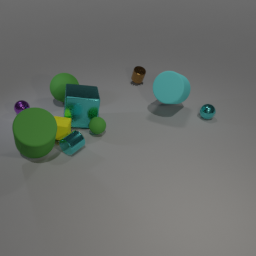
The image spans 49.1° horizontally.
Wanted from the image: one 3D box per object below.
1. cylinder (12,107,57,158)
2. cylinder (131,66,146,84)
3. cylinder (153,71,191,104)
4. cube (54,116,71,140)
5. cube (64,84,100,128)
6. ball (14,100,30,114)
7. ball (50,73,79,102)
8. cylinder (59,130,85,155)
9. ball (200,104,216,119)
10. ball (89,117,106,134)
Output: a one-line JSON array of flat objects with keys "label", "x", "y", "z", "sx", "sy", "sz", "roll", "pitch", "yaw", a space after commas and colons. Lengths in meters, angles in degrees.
[{"label": "cylinder", "x": -3.224, "y": 0.198, "z": 9.743, "sx": 1.400, "sy": 1.400, "sz": 1.400, "roll": 7, "pitch": 66, "yaw": -15}, {"label": "cylinder", "x": 0.591, "y": -2.981, "z": 15.703, "sx": 0.700, "sy": 0.700, "sz": 0.700, "roll": 7, "pitch": 55, "yaw": -10}, {"label": "cylinder", "x": 1.975, "y": -1.780, "z": 12.548, "sx": 1.400, "sy": 1.400, "sz": 1.400, "roll": 15, "pitch": 10, "yaw": 22}, {"label": "cube", "x": -2.705, "y": 0.022, "z": 11.252, "sx": 0.700, "sy": 0.700, "sz": 0.700, "roll": 8, "pitch": 32, "yaw": -2}, {"label": "cube", "x": -2.017, "y": -0.952, "z": 12.044, "sx": 1.400, "sy": 1.400, "sz": 1.400, "roll": 3, "pitch": 30, "yaw": -14}, {"label": "ball", "x": -4.869, "y": -0.926, "z": 12.871, "sx": 0.700, "sy": 0.700, "sz": 0.700, "roll": 0, "pitch": 32, "yaw": 0}, {"label": "ball", "x": -3.041, "y": -1.942, "z": 13.467, "sx": 1.400, "sy": 1.400, "sz": 1.400, "roll": 0, "pitch": 32, "yaw": 0}, {"label": "cylinder", "x": -2.073, "y": 0.552, "z": 10.431, "sx": 0.700, "sy": 0.700, "sz": 0.700, "roll": 21, "pitch": 42, "yaw": 30}, {"label": "ball", "x": 3.579, "y": -0.736, "z": 12.578, "sx": 0.700, "sy": 0.700, "sz": 0.700, "roll": 0, "pitch": 32, "yaw": 0}, {"label": "ball", "x": -1.232, "y": -0.103, "z": 11.326, "sx": 0.700, "sy": 0.700, "sz": 0.700, "roll": 0, "pitch": 32, "yaw": 0}]
